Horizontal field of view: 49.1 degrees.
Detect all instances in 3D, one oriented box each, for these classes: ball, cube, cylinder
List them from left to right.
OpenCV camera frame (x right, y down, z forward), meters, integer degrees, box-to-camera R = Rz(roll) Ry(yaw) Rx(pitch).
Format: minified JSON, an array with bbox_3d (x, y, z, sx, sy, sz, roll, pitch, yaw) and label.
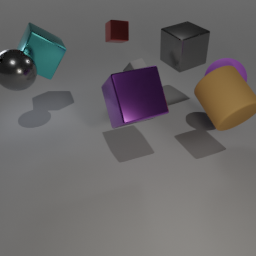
[{"bbox_3d":[-3.836,-1.971,9.571,1.400,1.400,1.400,0,32,0],"label":"ball"},{"bbox_3d":[-3.417,-2.982,10.881,1.400,1.400,1.400,21,22,-33],"label":"cube"},{"bbox_3d":[-0.414,-3.570,10.405,0.700,0.700,0.700,-4,10,-21],"label":"cube"},{"bbox_3d":[0.159,-0.870,8.284,1.400,1.400,1.400,-15,-1,-17],"label":"cube"},{"bbox_3d":[0.354,-2.400,11.818,0.700,0.700,0.700,-27,84,-33],"label":"cube"},{"bbox_3d":[2.275,-3.331,11.428,1.400,1.400,1.400,-22,44,-20],"label":"cube"},{"bbox_3d":[3.349,-1.693,9.656,1.400,1.400,1.400,0,32,0],"label":"ball"},{"bbox_3d":[2.898,-0.862,8.262,1.400,1.400,1.400,-14,63,-21],"label":"cylinder"}]
